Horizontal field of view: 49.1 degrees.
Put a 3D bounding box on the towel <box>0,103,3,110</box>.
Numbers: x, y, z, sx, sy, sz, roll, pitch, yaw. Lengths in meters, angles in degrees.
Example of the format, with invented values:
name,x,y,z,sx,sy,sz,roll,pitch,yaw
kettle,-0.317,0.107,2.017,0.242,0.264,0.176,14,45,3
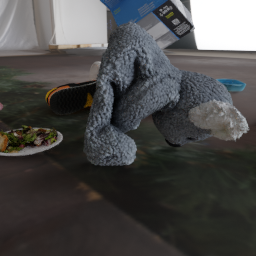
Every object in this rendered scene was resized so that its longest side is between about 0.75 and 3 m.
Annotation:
name,x,y,z,sx,sy,sz,roll,pitch,yaw
towel,-4.570,-0.088,6.910,1.821,0.288,2.528,-2,24,9

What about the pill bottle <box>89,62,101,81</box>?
name,x,y,z,sx,sy,sz,roll,pitch,yaw
pill bottle,-0.274,-1.898,10.980,2.250,1.263,1.263,-3,18,-29

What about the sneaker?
name,x,y,z,sx,sy,sz,roll,pitch,yaw
sneaker,-1.333,-1.200,9.445,2.886,1.009,1.298,-12,25,-26

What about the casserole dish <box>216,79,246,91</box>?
name,x,y,z,sx,sy,sz,roll,pitch,yaw
casserole dish,4.615,-1.945,12.695,1.065,0.341,1.758,0,18,1

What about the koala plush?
name,x,y,z,sx,sy,sz,roll,pitch,yaw
koala plush,0.852,-0.572,5.833,2.906,2.670,2.577,13,20,1

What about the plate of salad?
name,x,y,z,sx,sy,sz,roll,pitch,yaw
plate of salad,-2.335,0.200,6.300,1.682,0.404,1.682,0,18,0

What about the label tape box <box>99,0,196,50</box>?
name,x,y,z,sx,sy,sz,roll,pitch,yaw
label tape box,0.706,-3.741,9.351,1.972,0.865,2.734,-26,-29,31
